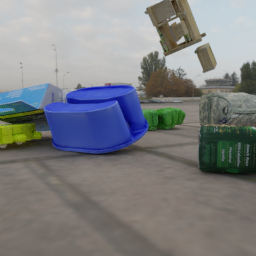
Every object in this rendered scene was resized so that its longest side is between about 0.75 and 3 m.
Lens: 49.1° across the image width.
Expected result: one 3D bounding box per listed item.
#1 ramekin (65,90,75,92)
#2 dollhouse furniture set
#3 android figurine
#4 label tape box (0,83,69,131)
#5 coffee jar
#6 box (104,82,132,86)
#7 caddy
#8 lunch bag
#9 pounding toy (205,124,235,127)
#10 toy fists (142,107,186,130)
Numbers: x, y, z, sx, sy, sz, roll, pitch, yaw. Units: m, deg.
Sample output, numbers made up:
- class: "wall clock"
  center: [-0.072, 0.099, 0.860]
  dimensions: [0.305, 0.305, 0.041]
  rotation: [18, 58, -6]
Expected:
- class: "ramekin"
  center: [-3.427, -0.930, 12.924]
  dimensions: [2.880, 1.404, 2.880]
  rotation: [-5, 3, 0]
- class: "dollhouse furniture set"
  center: [1.542, -2.768, 9.341]
  dimensions: [1.569, 2.822, 2.496]
  rotation: [-16, 21, 34]
- class: "android figurine"
  center: [-3.494, 0.190, 7.207]
  dimensions: [2.583, 0.530, 2.352]
  rotation: [0, 5, 17]
- class: "label tape box"
  center: [-2.590, -0.599, 7.709]
  dimensions: [1.885, 0.870, 2.631]
  rotation: [-6, -15, 25]
- class: "coffee jar"
  center: [2.019, 0.352, 4.525]
  dimensions: [1.731, 0.738, 0.903]
  rotation: [1, 7, 17]
- class: "box"
  center: [-0.573, -1.663, 17.164]
  dimensions: [1.203, 2.209, 1.412]
  rotation: [4, 7, 33]
- class: "caddy"
  center: [-0.765, -0.133, 6.766]
  dimensions: [2.537, 1.332, 1.793]
  rotation: [2, 28, 32]
- class: "lunch bag"
  center: [3.918, -0.624, 10.386]
  dimensions: [2.119, 1.477, 1.778]
  rotation: [-1, 1, -22]
- class: "pounding toy"
  center: [2.871, 0.107, 8.707]
  dimensions: [0.866, 0.396, 0.761]
  rotation: [3, 7, 28]
- class: "toy fists"
  center: [1.081, -0.359, 11.197]
  dimensions: [2.572, 0.885, 1.311]
  rotation: [-4, 0, -24]
